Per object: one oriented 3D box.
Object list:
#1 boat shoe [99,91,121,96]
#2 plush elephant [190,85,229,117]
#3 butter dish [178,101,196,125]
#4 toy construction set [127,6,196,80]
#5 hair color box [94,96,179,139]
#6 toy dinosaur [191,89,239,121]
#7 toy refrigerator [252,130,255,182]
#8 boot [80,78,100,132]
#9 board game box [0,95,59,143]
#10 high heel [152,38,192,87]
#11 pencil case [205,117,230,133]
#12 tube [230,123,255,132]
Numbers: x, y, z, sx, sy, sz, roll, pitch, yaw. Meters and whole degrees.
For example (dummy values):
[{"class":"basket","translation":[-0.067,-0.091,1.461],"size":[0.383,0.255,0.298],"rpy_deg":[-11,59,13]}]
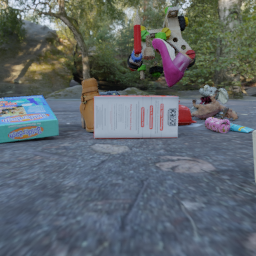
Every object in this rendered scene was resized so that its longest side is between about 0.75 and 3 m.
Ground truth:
[{"class":"boat shoe","translation":[-0.456,-1.548,16.812],"size":[2.956,1.342,1.046],"rpy_deg":[3,8,20]},{"class":"plush elephant","translation":[4.181,-1.406,14.523],"size":[2.136,1.654,1.759],"rpy_deg":[-4,9,-30]},{"class":"butter dish","translation":[1.937,-0.639,11.269],"size":[1.337,0.988,1.333],"rpy_deg":[-2,7,-11]},{"class":"toy construction set","translation":[0.967,-3.225,9.598],"size":[2.455,2.262,2.943],"rpy_deg":[-4,-6,24]},{"class":"hair color box","translation":[0.213,-0.335,8.113],"size":[2.387,1.212,0.731],"rpy_deg":[0,7,-5]},{"class":"toy dinosaur","translation":[3.811,-0.753,13.013],"size":[2.226,1.509,0.956],"rpy_deg":[-20,-40,19]},{"class":"toy refrigerator","translation":[2.485,0.543,2.851],"size":[0.956,0.881,2.517],"rpy_deg":[-9,8,-11]},{"class":"boot","translation":[-1.050,-0.793,9.438],"size":[0.869,1.759,2.266],"rpy_deg":[-3,8,-23]},{"class":"board game box","translation":[-3.158,-0.343,8.185],"size":[1.754,0.519,2.307],"rpy_deg":[-7,25,-25]},{"class":"high heel","translation":[0.903,-1.684,7.079],"size":[0.578,0.823,1.715],"rpy_deg":[23,19,-42]},{"class":"pencil case","translation":[2.975,-0.113,9.347],"size":[0.472,0.451,1.090],"rpy_deg":[7,5,-11]},{"class":"tube","translation":[3.594,0.010,9.314],"size":[0.416,0.271,1.074],"rpy_deg":[-21,22,-33]}]
